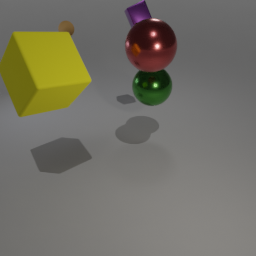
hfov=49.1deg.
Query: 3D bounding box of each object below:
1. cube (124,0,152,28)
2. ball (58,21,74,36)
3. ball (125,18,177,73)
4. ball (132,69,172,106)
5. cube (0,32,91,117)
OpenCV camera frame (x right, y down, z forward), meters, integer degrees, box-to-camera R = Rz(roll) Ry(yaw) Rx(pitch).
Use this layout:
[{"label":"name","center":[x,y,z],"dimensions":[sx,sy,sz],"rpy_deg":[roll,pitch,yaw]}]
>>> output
[{"label":"cube","center":[0.357,-4.058,10.049],"dimensions":[0.700,0.700,0.700],"rpy_deg":[-26,18,0]},{"label":"ball","center":[-2.738,-4.395,12.437],"dimensions":[0.700,0.700,0.700],"rpy_deg":[0,30,0]},{"label":"ball","center":[0.616,-2.201,7.532],"dimensions":[1.400,1.400,1.400],"rpy_deg":[0,30,0]},{"label":"ball","center":[0.840,-1.466,9.765],"dimensions":[1.400,1.400,1.400],"rpy_deg":[0,30,0]},{"label":"cube","center":[-1.994,-1.277,6.646],"dimensions":[1.400,1.400,1.400],"rpy_deg":[-18,78,-42]}]
